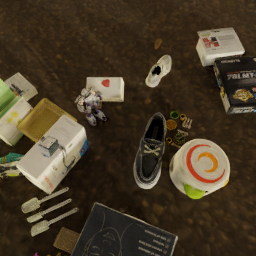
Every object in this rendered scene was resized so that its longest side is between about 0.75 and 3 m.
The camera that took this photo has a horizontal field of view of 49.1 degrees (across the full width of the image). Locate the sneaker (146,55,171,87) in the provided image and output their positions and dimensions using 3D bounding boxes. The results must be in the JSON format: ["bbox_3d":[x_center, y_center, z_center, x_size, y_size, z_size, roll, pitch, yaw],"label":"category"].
[{"bbox_3d":[1.461,-2.666,12.402,0.698,0.848,1.844,28,65,8],"label":"sneaker"}]

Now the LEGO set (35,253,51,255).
[{"bbox_3d":[-2.657,4.224,8.932,0.961,0.366,0.394,19,63,9],"label":"LEGO set"}]

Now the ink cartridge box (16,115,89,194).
[{"bbox_3d":[-2.547,0.957,9.944,1.001,1.706,2.330,30,65,15],"label":"ink cartridge box"}]

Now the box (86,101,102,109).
[{"bbox_3d":[-1.442,-1.228,12.015,0.621,0.181,0.906,1,61,2],"label":"box"}]

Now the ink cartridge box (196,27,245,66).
[{"bbox_3d":[4.228,-3.817,13.104,1.792,0.751,1.573,-8,62,-4],"label":"ink cartridge box"}]

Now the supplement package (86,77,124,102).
[{"bbox_3d":[-0.909,-1.561,11.409,1.413,0.846,0.857,1,85,6],"label":"supplement package"}]

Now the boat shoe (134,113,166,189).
[{"bbox_3d":[0.900,0.767,10.459,1.047,0.989,2.918,14,62,8],"label":"boat shoe"}]

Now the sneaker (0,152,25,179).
[{"bbox_3d":[-4.474,1.349,10.411,2.096,0.812,0.835,-2,40,-5],"label":"sneaker"}]

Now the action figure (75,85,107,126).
[{"bbox_3d":[-1.415,-0.884,10.848,1.152,1.771,0.614,-38,51,-18],"label":"action figure"}]

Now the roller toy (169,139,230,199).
[{"bbox_3d":[2.479,1.424,9.873,2.004,1.400,1.828,-20,70,-19],"label":"roller toy"}]

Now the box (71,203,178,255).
[{"bbox_3d":[-0.274,4.072,8.253,2.687,1.665,2.641,20,62,11],"label":"box"}]

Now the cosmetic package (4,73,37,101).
[{"bbox_3d":[-4.969,-1.473,12.020,1.261,0.432,1.672,39,68,22],"label":"cosmetic package"}]

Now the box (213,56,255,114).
[{"bbox_3d":[5.317,-1.921,12.144,2.690,0.668,2.670,-3,62,-2],"label":"box"}]

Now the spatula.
[{"bbox_3d":[-2.731,2.832,9.825,1.734,0.139,1.206,-25,63,-13],"label":"spatula"}]

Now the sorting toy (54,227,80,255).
[{"bbox_3d":[-2.072,3.866,9.276,0.703,0.126,0.944,21,63,6],"label":"sorting toy"}]

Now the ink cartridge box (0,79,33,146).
[{"bbox_3d":[-4.639,-0.641,10.568,0.539,2.246,1.634,15,59,38],"label":"ink cartridge box"}]

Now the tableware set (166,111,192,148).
[{"bbox_3d":[1.952,0.019,11.308,1.026,0.234,1.524,22,64,12],"label":"tableware set"}]

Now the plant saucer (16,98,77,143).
[{"bbox_3d":[-3.187,-0.088,11.126,1.695,0.411,1.695,35,67,4],"label":"plant saucer"}]
